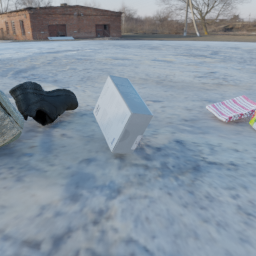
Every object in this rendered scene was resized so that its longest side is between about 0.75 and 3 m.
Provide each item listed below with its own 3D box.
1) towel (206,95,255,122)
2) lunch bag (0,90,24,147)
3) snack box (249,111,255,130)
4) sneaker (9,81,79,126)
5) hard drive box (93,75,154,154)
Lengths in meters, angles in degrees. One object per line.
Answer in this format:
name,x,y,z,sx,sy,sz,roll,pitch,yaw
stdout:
towel,3.416,-0.663,8.977,1.503,0.225,1.100,-15,30,-12
lunch bag,-3.557,-0.477,6.126,2.002,2.386,1.663,0,65,-1
snack box,3.858,-0.252,7.736,0.309,0.828,1.165,17,21,-5
sneaker,-2.430,-0.618,8.601,0.974,1.164,2.564,-26,-12,28
hard drive box,-0.182,-0.331,6.607,0.580,1.177,1.510,5,39,-32
